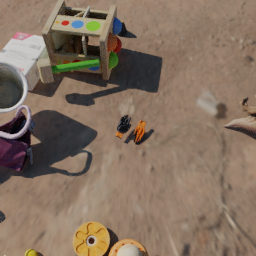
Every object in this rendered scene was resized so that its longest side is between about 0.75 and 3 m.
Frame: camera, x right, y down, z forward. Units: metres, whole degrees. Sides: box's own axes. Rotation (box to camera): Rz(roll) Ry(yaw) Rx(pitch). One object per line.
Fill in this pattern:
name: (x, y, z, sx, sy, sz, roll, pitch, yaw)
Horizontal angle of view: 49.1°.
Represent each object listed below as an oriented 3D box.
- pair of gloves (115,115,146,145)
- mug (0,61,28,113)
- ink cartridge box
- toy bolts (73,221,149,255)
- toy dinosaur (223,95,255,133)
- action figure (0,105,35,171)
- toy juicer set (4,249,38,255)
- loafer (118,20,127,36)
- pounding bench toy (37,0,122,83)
pair of gloves: (0.096, 0.045, 8.493, 0.867, 0.107, 0.772, 20, 80, -6)
mug: (-3.612, -1.154, 7.873, 1.677, 1.377, 1.343, 43, 78, -11)
ink cartridge box: (-3.671, -2.388, 9.883, 1.416, 0.800, 1.932, 15, 58, 9)
toy bolts: (-0.732, 3.001, 6.019, 1.925, 1.398, 2.016, 33, 63, 19)
toy dinosaur: (4.325, -0.310, 8.445, 2.570, 1.103, 1.742, -26, 82, -3)
action figure: (-3.918, 0.422, 7.506, 2.623, 1.953, 1.757, 5, 62, -14)
toy juicer set: (-2.497, 3.290, 6.415, 1.579, 0.430, 1.004, 1, 57, 2)
loafer: (-0.750, -4.258, 11.242, 1.579, 0.571, 0.575, 23, 61, 16)
pounding bench toy: (-1.486, -2.574, 9.413, 2.266, 1.804, 2.905, 9, 57, 5)
